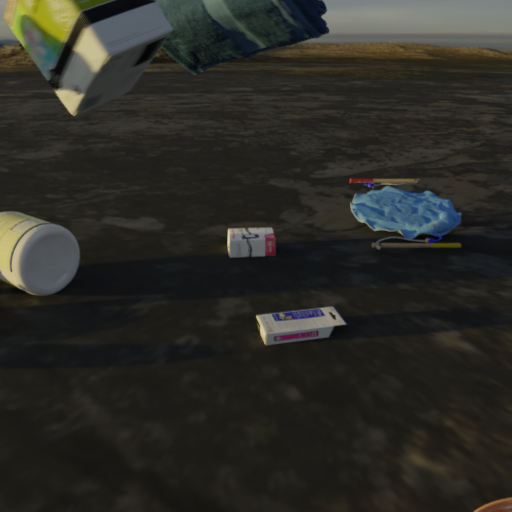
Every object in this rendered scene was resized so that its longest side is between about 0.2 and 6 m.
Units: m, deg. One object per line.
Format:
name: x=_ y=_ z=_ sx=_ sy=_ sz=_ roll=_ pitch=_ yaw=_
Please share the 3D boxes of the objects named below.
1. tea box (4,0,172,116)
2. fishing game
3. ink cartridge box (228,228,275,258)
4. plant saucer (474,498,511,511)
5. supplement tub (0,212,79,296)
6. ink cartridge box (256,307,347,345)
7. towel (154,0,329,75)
tea box: x=-1.935 y=-2.632 z=6.339 sx=0.958 sy=1.410 sz=1.433 roll=-38 pitch=7 yaw=-34
fishing game: x=2.655 y=-0.744 z=10.029 sx=1.966 sy=0.427 sz=2.745 roll=-2 pitch=31 yaw=-3
ink cartridge box: x=-0.079 y=-0.214 z=8.862 sx=0.723 sy=0.305 sz=0.523 roll=-2 pitch=23 yaw=-5
plant saucer: x=1.947 y=2.149 z=3.346 sx=1.570 sy=0.294 sz=1.570 roll=1 pitch=23 yaw=0
supplement tub: x=-3.192 y=-0.071 z=7.666 sx=1.335 sy=0.968 sz=0.968 roll=16 pitch=28 yaw=33
ink cartridge box: x=0.527 y=0.815 z=6.619 sx=0.987 sy=0.183 sz=0.467 roll=-7 pitch=23 yaw=-11
towel: x=-0.376 y=-3.523 z=8.361 sx=2.649 sy=0.643 sz=1.479 roll=0 pitch=-15 yaw=34
